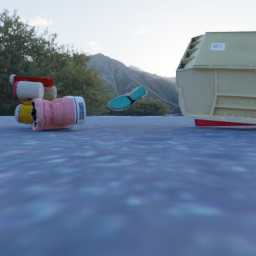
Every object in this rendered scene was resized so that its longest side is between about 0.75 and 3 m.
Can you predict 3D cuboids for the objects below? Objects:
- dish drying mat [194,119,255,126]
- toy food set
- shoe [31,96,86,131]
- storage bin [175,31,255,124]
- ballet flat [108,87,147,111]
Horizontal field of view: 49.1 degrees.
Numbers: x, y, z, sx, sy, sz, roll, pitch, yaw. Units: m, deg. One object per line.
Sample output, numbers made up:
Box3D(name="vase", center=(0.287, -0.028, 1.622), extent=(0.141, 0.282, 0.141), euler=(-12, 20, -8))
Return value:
Box3D(name="dish drying mat", center=(2.939, -0.513, 7.559), extent=(2.426, 0.932, 0.221), euler=(-1, -7, 40))
Box3D(name="toy food set", center=(-2.801, -0.787, 7.797), extent=(1.216, 1.290, 2.702), euler=(5, 12, -1))
Box3D(name="shoe", center=(-1.784, -0.377, 6.710), extent=(1.050, 0.825, 2.309), euler=(-4, 3, -22))
Box3D(name="storage bin", center=(2.753, -1.370, 6.847), extent=(2.747, 1.297, 2.767), euler=(5, 35, 19))
Box3D(name="ballet flat", center=(0.006, -0.842, 8.864), extent=(1.441, 0.545, 0.461), euler=(-26, -19, -23))
